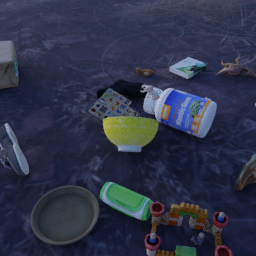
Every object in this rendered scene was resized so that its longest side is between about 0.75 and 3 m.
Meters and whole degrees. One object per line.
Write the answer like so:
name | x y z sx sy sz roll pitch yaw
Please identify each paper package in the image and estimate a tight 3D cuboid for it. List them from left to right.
paper package | -7.074 -3.218 14.289 2.672 1.450 2.803 -12 40 -14

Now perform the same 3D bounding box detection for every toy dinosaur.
toy dinosaur | 5.682 -3.057 14.644 1.980 0.850 1.342 -15 48 -10

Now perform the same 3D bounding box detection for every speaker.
speaker | -0.045 2.168 8.360 1.552 0.686 0.686 19 43 22

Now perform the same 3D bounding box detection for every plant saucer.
plant saucer | -1.812 2.534 8.204 1.964 0.289 1.964 0 40 0

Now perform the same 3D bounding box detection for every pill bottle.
pill bottle | 2.020 -0.728 11.225 2.647 1.483 1.483 22 44 24

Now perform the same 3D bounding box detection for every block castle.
block castle | 1.562 2.753 7.377 2.114 0.992 1.413 7 40 9

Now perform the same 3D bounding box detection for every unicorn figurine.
unicorn figurine | 0.683 -1.166 8.891 0.924 0.341 0.635 17 -6 -37

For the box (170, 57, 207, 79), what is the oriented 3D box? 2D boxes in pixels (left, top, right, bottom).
box | 3.291 -3.293 15.274 1.261 0.317 1.747 32 50 33

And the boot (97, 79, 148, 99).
boot | -0.247 -1.555 12.780 2.004 0.765 1.684 22 41 32

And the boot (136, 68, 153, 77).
boot | 0.885 -3.066 14.994 0.649 0.320 0.835 -31 49 -32

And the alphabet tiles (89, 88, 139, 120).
alphabet tiles | -0.499 -0.756 11.804 1.786 0.067 1.493 33 64 11

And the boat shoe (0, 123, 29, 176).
boat shoe | -4.211 0.863 9.821 0.827 0.970 2.901 -30 42 -14

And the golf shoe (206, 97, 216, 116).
golf shoe | 3.352 -0.827 11.611 0.466 0.987 0.384 -32 26 -11

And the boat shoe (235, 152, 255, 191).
boat shoe | 4.142 1.451 9.238 0.656 0.672 1.776 31 49 28

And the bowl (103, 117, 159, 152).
bowl | 0.073 0.292 10.095 2.045 2.045 1.100 2 82 3
